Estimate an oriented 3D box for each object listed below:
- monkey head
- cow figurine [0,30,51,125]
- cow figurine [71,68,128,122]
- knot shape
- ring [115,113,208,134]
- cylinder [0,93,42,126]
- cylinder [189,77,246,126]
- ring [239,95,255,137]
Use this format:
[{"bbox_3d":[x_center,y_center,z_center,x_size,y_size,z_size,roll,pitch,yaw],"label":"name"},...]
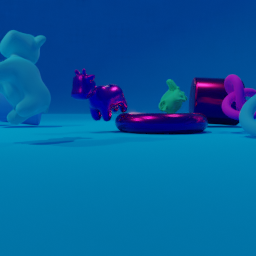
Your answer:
[{"bbox_3d":[0.999,-0.724,6.631,0.618,0.737,1.025,-34,-1,27],"label":"monkey head"},{"bbox_3d":[-1.422,-0.744,3.906,0.654,1.191,1.172,-29,11,39],"label":"cow figurine"},{"bbox_3d":[-0.592,-0.734,5.849,0.658,1.179,1.199,5,27,45],"label":"cow figurine"},{"bbox_3d":[2.321,-0.496,5.742,0.517,1.120,1.048,-32,18,42],"label":"knot shape"},{"bbox_3d":[0.720,-0.128,6.164,2.016,0.403,2.016,0,3,0],"label":"ring"},{"bbox_3d":[-3.082,-0.692,8.031,1.137,1.137,1.137,6,2,-13],"label":"cylinder"},{"bbox_3d":[2.534,-0.774,8.164,1.341,1.341,1.341,4,3,5],"label":"cylinder"},{"bbox_3d":[2.400,-0.279,4.559,1.150,0.230,1.150,-28,31,18],"label":"ring"}]
